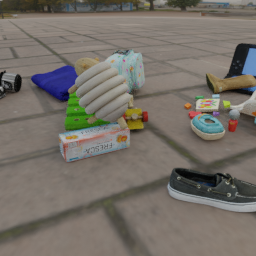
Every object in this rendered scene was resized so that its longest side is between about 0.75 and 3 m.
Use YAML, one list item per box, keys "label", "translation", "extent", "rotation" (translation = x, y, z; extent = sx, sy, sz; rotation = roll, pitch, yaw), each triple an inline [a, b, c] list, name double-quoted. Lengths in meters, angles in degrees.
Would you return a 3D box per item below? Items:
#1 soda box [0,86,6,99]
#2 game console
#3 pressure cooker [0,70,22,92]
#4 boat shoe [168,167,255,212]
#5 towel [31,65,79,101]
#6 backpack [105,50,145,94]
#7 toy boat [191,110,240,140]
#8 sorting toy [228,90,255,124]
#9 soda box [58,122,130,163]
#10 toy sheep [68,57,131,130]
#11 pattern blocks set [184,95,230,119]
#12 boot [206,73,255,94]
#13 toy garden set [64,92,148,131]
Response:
- label: "soda box"
  translation: [-5.365, -1.228, 10.864]
  extent: [0.495, 0.443, 1.398]
  rotation: [5, 28, 10]
- label: "game console"
  translation: [5.773, -2.560, 12.223]
  extent: [2.964, 2.607, 1.725]
  rotation: [18, 4, 31]
- label: "pressure cooker"
  translation: [-5.046, -1.950, 11.848]
  extent: [0.899, 0.791, 0.803]
  rotation: [10, -12, -4]
- label: "boat shoe"
  translation: [1.869, 1.228, 5.776]
  extent: [2.071, 0.586, 0.711]
  rotation: [5, 27, 9]
- label: "towel"
  translation: [-2.688, -1.925, 12.121]
  extent: [2.080, 0.698, 2.817]
  rotation: [-26, 36, -30]
- label: "backpack"
  translation: [-0.157, -2.220, 11.413]
  extent: [1.501, 1.721, 1.957]
  rotation: [6, 28, 25]
- label: "toy boat"
  translation: [2.659, -0.171, 8.470]
  extent: [1.478, 0.687, 1.243]
  rotation: [-7, 27, -12]
- label: "sorting toy"
  translation: [4.686, -0.911, 9.408]
  extent: [2.548, 1.361, 2.293]
  rotation: [-29, 18, -15]
- label: "soda box"
  translation: [-0.886, 0.347, 7.545]
  extent: [1.840, 0.585, 0.629]
  rotation: [-12, 28, -24]
- label: "toy sheep"
  translation: [-0.669, -0.891, 7.374]
  extent: [1.501, 2.177, 1.501]
  rotation: [-35, 6, 5]
- label: "pattern blocks set"
  translation: [2.863, -0.833, 10.143]
  extent: [1.594, 0.147, 1.814]
  rotation: [-6, 26, 8]
- label: "boot"
  translation: [4.370, -2.029, 12.090]
  extent: [1.720, 0.569, 1.506]
  rotation: [-11, 40, 3]
- label: "toy garden set"
  translation: [-0.760, -0.587, 9.494]
  extent: [2.488, 0.596, 2.985]
  rotation: [-5, 26, -5]
